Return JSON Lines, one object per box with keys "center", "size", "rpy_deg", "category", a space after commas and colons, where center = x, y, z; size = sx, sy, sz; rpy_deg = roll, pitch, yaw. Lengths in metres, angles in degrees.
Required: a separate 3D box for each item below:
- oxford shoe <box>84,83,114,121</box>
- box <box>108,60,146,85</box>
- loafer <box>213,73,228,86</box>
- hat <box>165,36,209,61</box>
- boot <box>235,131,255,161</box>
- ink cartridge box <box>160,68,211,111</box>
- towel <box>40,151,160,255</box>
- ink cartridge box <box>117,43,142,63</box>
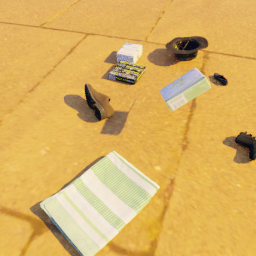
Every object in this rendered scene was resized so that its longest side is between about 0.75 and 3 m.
{"center": [-1.211, -1.153, 11.673], "size": [0.861, 0.741, 2.039], "rpy_deg": [-20, 58, -25], "category": "oxford shoe"}
{"center": [-0.031, -2.708, 13.565], "size": [1.417, 0.337, 1.368], "rpy_deg": [16, 44, 18], "category": "box"}
{"center": [4.387, -2.366, 13.181], "size": [0.331, 0.342, 0.974], "rpy_deg": [-16, 45, -16], "category": "loafer"}
{"center": [3.050, -4.004, 14.552], "size": [2.172, 0.876, 2.172], "rpy_deg": [-6, 39, 5], "category": "hat"}
{"center": [4.263, 0.611, 9.956], "size": [0.949, 0.429, 1.158], "rpy_deg": [31, 44, 26], "category": "boot"}
{"center": [1.920, -1.589, 10.257], "size": [1.558, 0.513, 2.141], "rpy_deg": [-32, 28, 11], "category": "ink cartridge box"}
{"center": [-0.788, 2.085, 8.447], "size": [2.285, 0.350, 2.995], "rpy_deg": [35, 53, 30], "category": "towel"}
{"center": [0.090, -3.894, 14.646], "size": [0.952, 0.558, 1.300], "rpy_deg": [15, 46, 16], "category": "ink cartridge box"}
